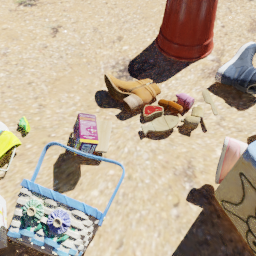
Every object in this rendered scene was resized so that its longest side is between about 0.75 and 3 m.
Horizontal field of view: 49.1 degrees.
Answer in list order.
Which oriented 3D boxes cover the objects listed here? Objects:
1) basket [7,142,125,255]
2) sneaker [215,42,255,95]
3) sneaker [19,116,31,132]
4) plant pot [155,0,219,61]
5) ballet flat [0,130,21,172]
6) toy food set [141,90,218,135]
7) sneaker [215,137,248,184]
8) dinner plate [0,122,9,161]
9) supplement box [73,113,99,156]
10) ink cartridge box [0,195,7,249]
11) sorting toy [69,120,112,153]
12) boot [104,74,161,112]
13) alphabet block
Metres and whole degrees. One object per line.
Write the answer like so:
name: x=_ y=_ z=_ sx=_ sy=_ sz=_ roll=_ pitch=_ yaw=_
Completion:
basket: x=-1.643 y=1.955 z=7.690 sx=2.528 sy=1.994 sz=2.867 roll=15 pitch=63 yaw=12
sneaker: x=5.208 y=-2.470 z=11.678 sx=1.922 sy=1.011 sz=2.660 roll=33 pitch=68 yaw=35
sneaker: x=-3.861 y=-0.094 z=10.433 sx=0.329 sy=0.292 sz=0.787 roll=-28 pitch=50 yaw=-9
plant pot: x=2.778 y=-5.033 z=12.676 sx=2.856 sy=2.778 sz=2.856 roll=0 pitch=53 yaw=0
ballet flat: x=-4.423 y=1.320 z=8.933 sx=0.949 sy=0.946 sz=2.831 roll=35 pitch=58 yaw=-14
toy food set: x=1.838 y=-0.608 z=10.752 sx=2.853 sy=0.449 sz=1.814 roll=-11 pitch=52 yaw=1
sneaker: x=3.145 y=1.085 z=8.443 sx=0.822 sy=1.572 sz=0.592 roll=14 pitch=21 yaw=14
dinner plate: x=-5.482 y=0.566 z=9.896 sx=2.544 sy=0.308 sz=2.544 roll=-1 pitch=51 yaw=1
supplement box: x=-1.374 y=0.221 z=9.008 sx=0.615 sy=0.780 sz=1.192 roll=7 pitch=50 yaw=-22
ink cartridge box: x=-4.078 y=2.738 z=7.973 sx=1.039 sy=0.597 sz=1.432 roll=-14 pitch=53 yaw=-10
sorting toy: x=-1.279 y=0.354 z=9.937 sx=1.291 sy=0.452 sz=1.299 roll=5 pitch=52 yaw=3
boot: x=0.165 y=-1.713 z=11.328 sx=1.648 sy=0.814 sz=2.122 roll=-32 pitch=58 yaw=-22
alphabet block: x=4.424 y=1.723 z=7.211 sx=2.843 sy=2.895 sz=2.827 roll=-21 pitch=59 yaw=-14
